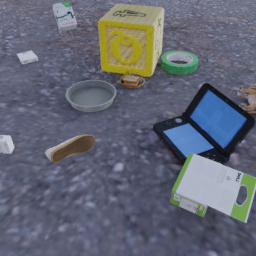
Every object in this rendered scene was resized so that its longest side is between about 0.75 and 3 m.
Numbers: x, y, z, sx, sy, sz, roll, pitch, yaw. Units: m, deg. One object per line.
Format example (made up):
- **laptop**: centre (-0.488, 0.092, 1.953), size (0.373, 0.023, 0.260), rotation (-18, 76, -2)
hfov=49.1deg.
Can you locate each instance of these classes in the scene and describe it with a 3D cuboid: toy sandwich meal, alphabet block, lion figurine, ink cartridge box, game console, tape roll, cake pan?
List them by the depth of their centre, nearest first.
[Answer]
- **ink cartridge box**: centre (2.367, 1.744, 7.800), size (1.969, 0.746, 1.456), rotation (21, 54, 20)
- **ink cartridge box**: centre (-4.367, 0.547, 9.551), size (0.785, 0.571, 0.330), rotation (4, 40, 4)
- **game console**: centre (2.419, -0.105, 9.567), size (2.271, 1.564, 2.635), rotation (-16, 42, -19)
- **lion figurine**: centre (5.262, -1.115, 11.573), size (1.312, 0.777, 2.143), rotation (13, 55, 3)
- **ink cartridge box**: centre (-2.680, -4.740, 11.910), size (0.753, 1.028, 0.427), rotation (-19, 3, -18)
- **cake pan**: centre (-1.567, -1.374, 12.016), size (2.142, 0.393, 2.142), rotation (0, 40, 0)
- **toy sandwich meal**: centre (0.188, -2.290, 13.072), size (1.300, 0.445, 1.300), rotation (0, 40, 0)
- **alphabet block**: centre (0.235, -4.427, 13.977), size (2.670, 2.656, 2.719), rotation (8, 41, 13)
- **tape roll**: centre (2.634, -3.396, 14.426), size (1.879, 0.452, 1.879), rotation (0, 40, 0)
- **ink cartridge box**: centre (-5.442, -3.814, 15.115), size (0.857, 0.267, 1.066), rotation (-22, 40, -24)

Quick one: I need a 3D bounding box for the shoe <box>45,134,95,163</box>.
- **shoe**: centre (-1.196, 0.388, 5.890), size (0.307, 0.402, 1.151), rotation (13, 25, 41)
